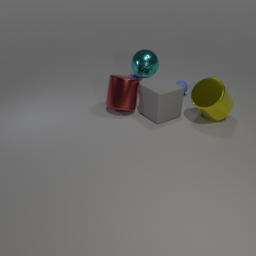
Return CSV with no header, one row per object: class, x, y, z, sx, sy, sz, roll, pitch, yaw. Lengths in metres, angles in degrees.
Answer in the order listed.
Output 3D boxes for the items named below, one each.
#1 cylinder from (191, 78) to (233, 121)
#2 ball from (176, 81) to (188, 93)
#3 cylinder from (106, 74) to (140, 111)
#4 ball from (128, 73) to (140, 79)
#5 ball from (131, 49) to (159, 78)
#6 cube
cylinder,3.549,-1.189,11.818,1.400,1.400,1.400,29,-3,40
ball,2.717,-2.087,14.395,0.700,0.700,0.700,0,30,0
cylinder,-0.234,-1.622,12.753,1.400,1.400,1.400,9,14,-2
ball,0.321,-2.693,15.567,0.700,0.700,0.700,0,30,0
ball,0.840,-3.172,13.872,1.400,1.400,1.400,0,30,0
cube,1.445,-1.230,12.377,1.400,1.400,1.400,-18,34,-29
